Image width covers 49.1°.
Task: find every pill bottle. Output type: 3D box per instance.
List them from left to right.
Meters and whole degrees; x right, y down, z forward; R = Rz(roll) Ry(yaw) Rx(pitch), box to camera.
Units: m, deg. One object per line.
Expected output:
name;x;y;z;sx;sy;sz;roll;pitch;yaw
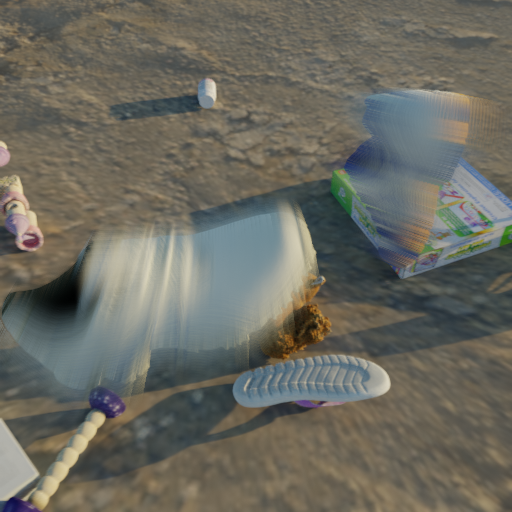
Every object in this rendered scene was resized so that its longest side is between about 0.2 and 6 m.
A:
pill bottle;-1.084;-3.557;12.295;0.391;0.391;0.689;-2;45;-2

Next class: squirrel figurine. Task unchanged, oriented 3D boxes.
squirrel figurine;0.455;0.743;7.847;1.258;0.954;1.348;-21;63;-33

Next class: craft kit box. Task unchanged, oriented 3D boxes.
craft kit box;2.874;-0.885;9.570;2.378;0.584;2.407;-14;47;-17

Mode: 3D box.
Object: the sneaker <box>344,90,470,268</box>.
sneaker;1.408;-0.772;5.799;1.009;2.289;0.861;10;52;9

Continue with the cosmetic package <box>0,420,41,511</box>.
cosmetic package;-3.351;2.404;6.391;1.168;0.400;1.549;-32;53;-30

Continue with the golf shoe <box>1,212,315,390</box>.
golf shoe;-0.846;0.282;4.877;2.785;1.354;1.090;-27;55;5

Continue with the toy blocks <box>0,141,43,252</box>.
toy blocks;-4.289;-0.598;8.288;1.790;1.916;1.613;-15;41;-14

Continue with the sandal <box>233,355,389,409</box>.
sandal;0.695;1.674;7.114;1.956;0.481;0.796;-5;29;13

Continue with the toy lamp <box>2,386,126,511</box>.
toy lamp;-2.196;2.394;6.308;0.567;0.567;1.949;18;48;17
